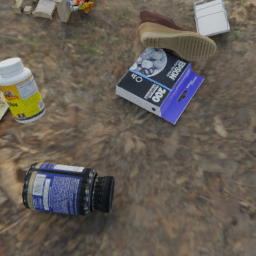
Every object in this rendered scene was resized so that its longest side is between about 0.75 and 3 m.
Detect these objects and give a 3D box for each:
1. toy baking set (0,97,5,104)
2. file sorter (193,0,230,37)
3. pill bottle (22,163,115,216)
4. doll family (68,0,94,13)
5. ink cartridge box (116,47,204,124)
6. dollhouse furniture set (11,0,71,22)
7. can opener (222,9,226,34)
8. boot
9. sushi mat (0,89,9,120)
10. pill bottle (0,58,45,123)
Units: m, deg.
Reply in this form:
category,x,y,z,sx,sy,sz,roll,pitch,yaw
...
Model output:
category,x,y,z,sx,sy,sz,roll,pitch,yaw
toy baking set,-3.953,-1.347,8.775,1.389,0.162,1.066,31,60,7
file sorter,2.822,-4.094,9.684,1.058,0.949,1.525,-10,62,19
pill bottle,-1.397,1.517,6.881,2.056,1.150,1.150,6,63,4
doll family,-1.719,-4.688,10.419,0.888,0.645,1.431,-13,46,-1
ink cartridge box,1.052,-1.446,8.773,2.127,0.462,2.107,30,65,13
dollhouse furniture set,-3.123,-4.684,10.167,2.031,0.899,1.053,11,64,6
can opener,3.345,-3.883,10.048,0.299,0.375,1.123,8,57,6
boot,1.581,-3.247,9.334,2.537,0.918,2.110,9,45,-5
sushi mat,-4.396,-0.369,8.402,1.236,0.156,2.583,18,64,8
pill bottle,-2.559,-0.890,6.663,0.781,1.429,0.781,-9,32,6
